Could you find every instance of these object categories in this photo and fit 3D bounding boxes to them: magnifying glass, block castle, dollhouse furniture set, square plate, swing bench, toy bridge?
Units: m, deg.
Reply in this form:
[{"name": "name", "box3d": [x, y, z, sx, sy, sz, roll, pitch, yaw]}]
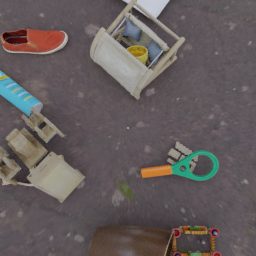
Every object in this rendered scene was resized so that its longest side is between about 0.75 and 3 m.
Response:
[{"name": "magnifying glass", "box3d": [1.701, 1.333, 9.269, 2.520, 0.282, 1.003, -9, 105, 3]}, {"name": "block castle", "box3d": [2.093, 3.585, 8.701, 1.476, 0.692, 0.986, 0, 75, 0]}, {"name": "dollhouse furniture set", "box3d": [-2.902, 1.029, 9.219, 2.548, 1.693, 2.233, 36, 78, 31]}, {"name": "square plate", "box3d": [0.688, -5.875, 11.267, 2.705, 0.385, 2.679, 35, 78, 8]}, {"name": "swing bench", "box3d": [0.251, -2.733, 9.884, 2.353, 1.535, 2.366, 42, 79, 8]}, {"name": "toy bridge", "box3d": [-3.162, 1.565, 9.420, 2.156, 0.293, 0.725, -18, 76, -4]}]

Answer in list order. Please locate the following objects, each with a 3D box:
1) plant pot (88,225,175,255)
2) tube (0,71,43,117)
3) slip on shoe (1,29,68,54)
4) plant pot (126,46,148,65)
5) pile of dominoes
[{"name": "plant pot", "box3d": [0.033, 3.721, 8.170, 2.202, 2.058, 2.058, 11, 76, 18]}, {"name": "tube", "box3d": [-4.180, -1.335, 9.987, 2.472, 0.957, 0.623, 36, 122, 8]}, {"name": "slip on shoe", "box3d": [-3.490, -3.280, 10.424, 2.449, 0.749, 0.907, -3, 74, -2]}, {"name": "plant pot", "box3d": [0.304, -2.382, 9.891, 0.795, 0.748, 0.795, -2, 45, 2]}, {"name": "pile of dominoes", "box3d": [1.888, 1.047, 9.678, 1.014, 0.161, 0.790, 34, 77, 0]}]
